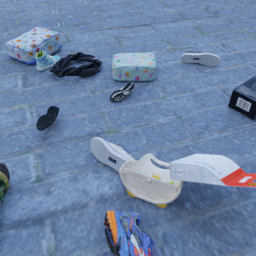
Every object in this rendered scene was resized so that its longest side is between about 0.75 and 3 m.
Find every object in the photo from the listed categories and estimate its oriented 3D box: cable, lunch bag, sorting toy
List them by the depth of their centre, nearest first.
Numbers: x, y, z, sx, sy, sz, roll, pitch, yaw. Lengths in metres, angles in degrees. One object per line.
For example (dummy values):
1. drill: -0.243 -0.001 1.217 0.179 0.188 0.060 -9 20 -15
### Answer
1. sorting toy: 0.876 1.417 8.614 1.817 0.971 1.636 17 37 18
2. lunch bag: 0.333 -2.997 13.549 2.178 0.840 1.747 -1 39 -1
3. cable: -2.638 -3.187 13.911 2.564 0.651 2.092 -14 43 -15
4. lunch bag: -5.066 -4.528 15.164 2.185 1.030 2.727 21 47 25

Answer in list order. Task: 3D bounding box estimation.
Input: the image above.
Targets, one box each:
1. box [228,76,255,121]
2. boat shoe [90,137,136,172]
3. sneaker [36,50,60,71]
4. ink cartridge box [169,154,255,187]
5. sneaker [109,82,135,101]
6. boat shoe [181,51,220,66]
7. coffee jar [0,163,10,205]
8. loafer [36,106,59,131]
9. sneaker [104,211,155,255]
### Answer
1. box: 5.212 -1.262 11.538 1.689 0.904 1.253 -29 49 -29
2. boat shoe: -0.452 0.885 9.422 1.946 0.690 0.679 28 22 33
3. sneaker: -4.022 -3.565 14.109 0.577 0.946 1.450 23 46 25
4. ink cartridge box: 2.552 1.093 7.552 2.291 0.541 1.834 -2 1 36
5. sneaker: -0.263 -1.503 12.246 1.251 0.500 0.461 -32 85 -14
6. boat shoe: 3.758 -3.655 14.445 1.937 0.665 0.548 10 42 14
7. coffee jar: -4.128 2.066 7.669 1.309 1.071 2.510 -4 41 -4
8. loafer: -3.002 -0.271 10.583 0.518 0.514 1.422 19 37 6
9. sneaker: 0.234 3.047 6.674 1.062 1.020 2.709 -9 44 -17
